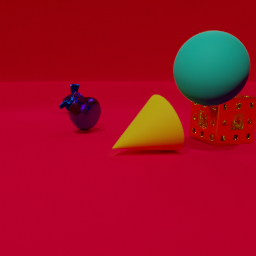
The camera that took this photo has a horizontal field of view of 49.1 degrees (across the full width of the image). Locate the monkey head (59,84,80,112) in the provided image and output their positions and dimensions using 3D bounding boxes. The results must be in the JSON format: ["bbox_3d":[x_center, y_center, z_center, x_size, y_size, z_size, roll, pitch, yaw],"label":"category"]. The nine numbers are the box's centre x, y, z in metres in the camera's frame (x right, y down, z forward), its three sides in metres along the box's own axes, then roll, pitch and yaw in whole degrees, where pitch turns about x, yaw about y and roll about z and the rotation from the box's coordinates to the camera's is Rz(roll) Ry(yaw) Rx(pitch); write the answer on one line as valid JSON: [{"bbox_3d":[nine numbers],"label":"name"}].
[{"bbox_3d":[-2.087,-1.155,11.272,1.523,1.096,0.918,-6,32,-29],"label":"monkey head"}]

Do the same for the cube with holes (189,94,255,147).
[{"bbox_3d":[2.153,-0.238,6.442,1.021,1.021,1.021,-4,14,-21],"label":"cube with holes"}]

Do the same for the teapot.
[{"bbox_3d":[-1.185,-0.386,7.449,0.732,1.495,0.929,24,56,21],"label":"teapot"}]

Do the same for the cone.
[{"bbox_3d":[0.235,0.136,5.340,1.188,1.184,1.184,-25,18,-16],"label":"cone"}]

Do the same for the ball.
[{"bbox_3d":[1.562,-1.109,5.302,1.382,1.382,1.382,0,10,0],"label":"ball"}]
